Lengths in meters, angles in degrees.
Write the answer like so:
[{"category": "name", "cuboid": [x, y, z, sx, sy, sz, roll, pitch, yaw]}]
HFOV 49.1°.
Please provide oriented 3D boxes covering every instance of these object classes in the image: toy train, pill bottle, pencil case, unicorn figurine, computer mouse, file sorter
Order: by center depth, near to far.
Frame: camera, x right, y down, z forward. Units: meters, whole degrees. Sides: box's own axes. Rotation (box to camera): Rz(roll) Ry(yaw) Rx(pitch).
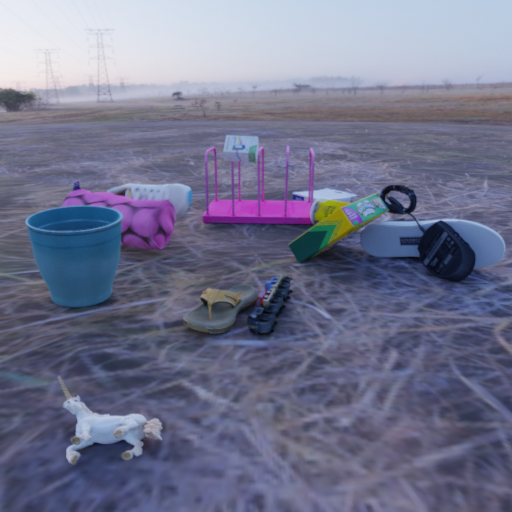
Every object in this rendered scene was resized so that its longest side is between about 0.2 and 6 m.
[{"category": "unicorn figurine", "cuboid": [-1.482, 1.637, 5.351, 1.206, 0.445, 0.828, 14, 7, -3]}, {"category": "toy train", "cuboid": [0.213, 0.700, 8.423, 0.426, 0.318, 1.862, -1, 17, 15]}, {"category": "computer mouse", "cuboid": [3.173, -0.504, 10.490, 0.478, 0.823, 2.807, 10, 34, -30]}, {"category": "pencil case", "cuboid": [-2.837, -0.826, 11.671, 2.530, 1.148, 1.185, 12, 27, 26]}, {"category": "pill bottle", "cuboid": [1.919, -0.934, 13.003, 1.219, 0.666, 0.666, 14, 22, 35]}, {"category": "file sorter", "cuboid": [0.126, -1.881, 14.298, 2.773, 1.739, 1.927, 1, 17, 3]}]

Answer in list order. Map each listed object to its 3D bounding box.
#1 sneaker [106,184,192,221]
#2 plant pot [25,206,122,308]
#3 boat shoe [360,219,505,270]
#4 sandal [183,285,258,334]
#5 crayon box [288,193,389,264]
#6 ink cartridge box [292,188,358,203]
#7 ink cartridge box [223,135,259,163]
[{"category": "sneaker", "cuboid": [-2.452, -1.243, 12.770, 2.222, 0.850, 0.898, -3, -10, 30]}, {"category": "plant pot", "cuboid": [-2.777, 0.033, 8.794, 1.417, 1.332, 1.417, 1, 20, 0]}, {"category": "boat shoe", "cuboid": [3.373, -0.342, 10.812, 2.675, 0.918, 0.757, 7, 18, 27]}, {"category": "sandal", "cuboid": [-0.503, 0.665, 8.242, 0.712, 0.479, 1.772, 8, 19, 24]}, {"category": "crayon box", "cuboid": [1.624, -0.553, 10.915, 1.421, 0.480, 1.647, -35, -7, 38]}, {"category": "ink cartridge box", "cuboid": [1.968, -1.640, 15.975, 1.371, 0.278, 1.368, -11, 20, -32]}, {"category": "ink cartridge box", "cuboid": [-0.356, -2.531, 13.255, 0.779, 0.341, 0.566, 4, 56, 7]}]
